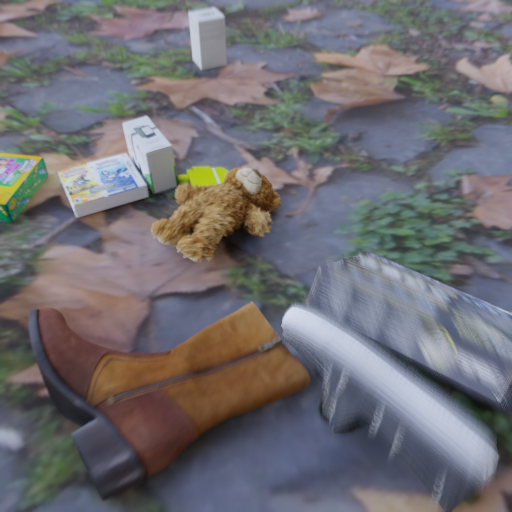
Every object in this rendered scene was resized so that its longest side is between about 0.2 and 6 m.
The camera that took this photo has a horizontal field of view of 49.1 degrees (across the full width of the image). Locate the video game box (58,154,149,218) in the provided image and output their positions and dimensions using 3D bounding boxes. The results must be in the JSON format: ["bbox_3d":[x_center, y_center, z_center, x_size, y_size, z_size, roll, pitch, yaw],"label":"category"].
[{"bbox_3d":[-2.764,-1.302,10.107,1.327,0.311,1.209,-20,44,-20],"label":"video game box"}]

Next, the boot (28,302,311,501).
[{"bbox_3d":[-1.136,1.160,6.973,2.817,0.965,2.652,-25,48,-26],"label":"boot"}]

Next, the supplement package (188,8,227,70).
[{"bbox_3d":[-1.183,-5.330,13.780,0.709,1.213,0.711,-18,46,-18],"label":"supplement package"}]

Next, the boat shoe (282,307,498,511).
[{"bbox_3d":[1.240,1.716,6.447,2.898,1.013,0.960,37,79,26],"label":"boat shoe"}]

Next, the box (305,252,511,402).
[{"bbox_3d":[2.115,0.723,7.076,2.428,0.596,1.957,26,16,24],"label":"box"}]

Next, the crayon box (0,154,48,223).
[{"bbox_3d":[-4.442,-1.231,9.929,0.875,0.429,1.473,6,43,7],"label":"crayon box"}]

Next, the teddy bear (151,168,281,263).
[{"bbox_3d":[-0.589,-0.762,9.089,2.380,0.794,1.725,-26,41,-23],"label":"teddy bear"}]

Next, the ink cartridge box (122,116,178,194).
[{"bbox_3d":[-1.944,-1.857,10.267,0.519,0.901,1.235,-22,46,-20],"label":"ink cartridge box"}]

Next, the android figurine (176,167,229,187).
[{"bbox_3d":[-0.848,-1.294,10.078,1.112,0.228,1.012,-8,47,-20],"label":"android figurine"}]
